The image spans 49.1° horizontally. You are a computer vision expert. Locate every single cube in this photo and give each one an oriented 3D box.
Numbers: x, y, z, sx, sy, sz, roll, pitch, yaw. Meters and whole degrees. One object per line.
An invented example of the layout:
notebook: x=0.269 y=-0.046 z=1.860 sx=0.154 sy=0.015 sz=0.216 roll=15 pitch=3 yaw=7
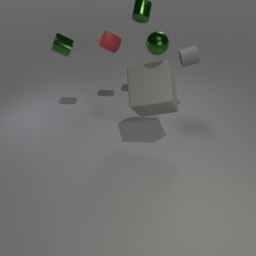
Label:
cube: x=0.861 y=-1.283 z=9.534 sx=1.400 sy=1.400 sz=1.400 roll=-7 pitch=-13 yaw=16

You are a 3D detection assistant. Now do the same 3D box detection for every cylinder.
cylinder: x=2.464 y=-2.882 z=11.314 sx=0.700 sy=0.700 sz=0.700 roll=-14 pitch=31 yaw=8
cylinder: x=-0.742 y=-3.610 z=11.755 sx=0.700 sy=0.700 sz=0.700 roll=21 pitch=24 yaw=-26
cylinder: x=-2.546 y=-3.214 z=10.866 sx=0.700 sy=0.700 sz=0.700 roll=21 pitch=26 yaw=-22
cylinder: x=0.554 y=-4.665 z=11.163 sx=0.700 sy=0.700 sz=0.700 roll=10 pitch=-6 yaw=1

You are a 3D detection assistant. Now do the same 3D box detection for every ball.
ball: x=0.895 y=-2.568 z=8.498 sx=0.700 sy=0.700 sz=0.700 roll=0 pitch=32 yaw=0
